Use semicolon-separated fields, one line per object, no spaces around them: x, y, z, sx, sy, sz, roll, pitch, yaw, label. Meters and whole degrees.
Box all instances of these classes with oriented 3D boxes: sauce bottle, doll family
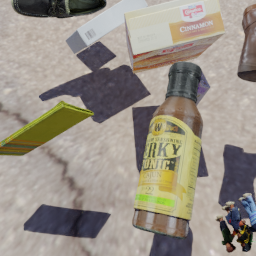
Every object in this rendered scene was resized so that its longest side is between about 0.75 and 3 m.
0.766;0.285;4.807;0.956;0.956;2.954;9;72;6;sauce bottle
1.970;1.723;4.826;0.529;1.349;0.780;-7;50;-2;doll family

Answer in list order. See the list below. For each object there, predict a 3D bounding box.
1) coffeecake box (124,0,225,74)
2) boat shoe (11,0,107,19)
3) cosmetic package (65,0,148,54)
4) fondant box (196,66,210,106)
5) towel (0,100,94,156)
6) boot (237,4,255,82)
0.930;-2.096;6.640;1.878;2.446;0.894;-13;92;2;coffeecake box
-1.875;-3.643;7.985;2.689;0.961;0.884;-15;36;-26;boat shoe
-0.681;-3.037;8.195;2.159;0.558;1.628;-38;17;-15;cosmetic package
1.589;-1.036;6.749;0.250;0.620;0.859;10;43;-22;fondant box
-1.696;0.071;5.391;2.047;0.881;0.185;-28;71;24;towel
3.061;-1.733;5.154;1.950;0.672;2.092;-9;46;33;boot
